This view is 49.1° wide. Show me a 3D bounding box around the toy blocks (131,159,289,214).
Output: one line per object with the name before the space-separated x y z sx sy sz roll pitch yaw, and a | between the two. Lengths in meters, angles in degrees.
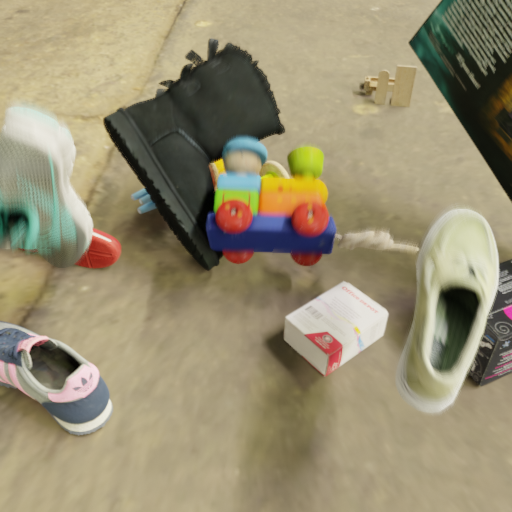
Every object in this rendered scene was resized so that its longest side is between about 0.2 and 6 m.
toy blocks | -0.777 -1.055 9.355 2.177 0.790 1.814 -30 48 -30

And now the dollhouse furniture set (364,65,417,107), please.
dollhouse furniture set | 3.049 -4.124 12.835 1.074 0.920 1.129 8 41 9

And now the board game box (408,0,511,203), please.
board game box | 3.868 -1.897 7.138 0.592 2.845 4.206 -29 85 -16

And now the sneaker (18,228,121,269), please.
sneaker | -2.825 -0.532 8.776 1.998 0.783 1.154 14 44 14

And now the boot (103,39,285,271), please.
boot | -0.601 -1.541 8.355 2.340 2.855 1.057 -34 6 -16

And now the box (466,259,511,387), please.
box | 3.203 0.760 7.131 1.620 0.929 1.071 -16 42 -20

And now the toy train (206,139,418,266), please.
toy train | 0.758 -0.785 7.673 2.744 1.162 1.588 2 65 3

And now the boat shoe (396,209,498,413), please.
boat shoe | 1.822 0.360 5.015 0.774 0.667 2.149 20 59 4

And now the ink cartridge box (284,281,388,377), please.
ink cartridge box | 1.030 0.923 7.281 1.115 0.477 0.823 -26 47 -30

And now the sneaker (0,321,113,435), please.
sneaker | -2.657 1.163 6.633 2.316 0.950 0.813 21 45 23

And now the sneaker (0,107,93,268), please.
sneaker | -2.626 -0.465 6.451 0.984 2.536 1.157 18 58 6
